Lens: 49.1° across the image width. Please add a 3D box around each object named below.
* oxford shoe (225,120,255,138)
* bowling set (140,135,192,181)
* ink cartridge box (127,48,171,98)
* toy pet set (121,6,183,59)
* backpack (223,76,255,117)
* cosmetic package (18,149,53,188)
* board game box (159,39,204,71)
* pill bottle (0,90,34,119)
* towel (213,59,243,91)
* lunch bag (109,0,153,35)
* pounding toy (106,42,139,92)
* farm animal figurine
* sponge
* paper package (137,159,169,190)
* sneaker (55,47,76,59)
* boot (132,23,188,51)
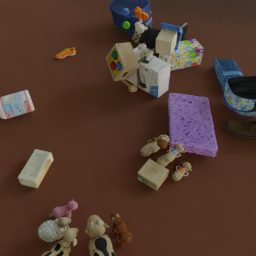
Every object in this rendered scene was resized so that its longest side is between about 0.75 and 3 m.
[{"bbox_3d":[4.523,-0.051,10.021,1.995,0.842,0.725,10,50,11],"label":"oxford shoe"},{"bbox_3d":[1.352,0.692,9.106,1.827,1.272,0.981,38,55,25],"label":"bowling set"},{"bbox_3d":[0.790,-2.315,11.693,0.783,1.344,1.859,-38,56,-26],"label":"ink cartridge box"},{"bbox_3d":[0.952,-3.666,10.540,2.001,2.143,1.138,19,62,14],"label":"toy pet set"},{"bbox_3d":[4.547,-1.193,10.755,1.673,1.230,1.531,2,45,-4],"label":"backpack"},{"bbox_3d":[-2.961,1.302,9.062,0.616,0.417,1.172,12,49,11],"label":"cosmetic package"},{"bbox_3d":[2.424,-3.372,12.954,1.768,0.927,0.911,-13,49,-11],"label":"board game box"},{"bbox_3d":[-4.481,-0.842,10.719,1.555,0.845,0.845,-20,51,-17],"label":"pill bottle"},{"bbox_3d":[4.480,-2.332,12.313,1.106,0.481,1.981,-1,48,-2],"label":"towel"},{"bbox_3d":[0.114,-6.052,15.025,1.550,1.510,2.282,-43,60,-13],"label":"lunch bag"},{"bbox_3d":[-0.255,-2.265,11.449,0.814,1.562,1.779,-15,80,-29],"label":"pounding toy"},{"bbox_3d":[-1.191,2.804,7.146,2.458,1.236,1.985,12,49,10],"label":"farm animal figurine"},{"bbox_3d":[2.291,-0.216,10.261,1.569,0.420,2.813,8,45,-1],"label":"sponge"},{"bbox_3d":[0.793,1.483,8.917,0.764,0.395,0.728,29,54,23],"label":"paper package"},{"bbox_3d":[-3.057,-3.666,13.585,1.038,0.400,0.379,-27,54,-20],"label":"sneaker"},{"bbox_3d":[1.693,-4.774,14.236,2.031,0.987,2.697,28,59,22],"label":"boot"}]
